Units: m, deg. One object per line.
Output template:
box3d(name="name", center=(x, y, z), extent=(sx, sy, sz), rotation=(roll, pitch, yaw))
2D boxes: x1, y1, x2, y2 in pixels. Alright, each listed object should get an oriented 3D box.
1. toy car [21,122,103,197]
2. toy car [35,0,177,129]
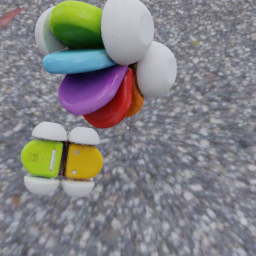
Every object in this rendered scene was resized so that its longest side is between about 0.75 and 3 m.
box3d(name="toy car", center=(-1.076, 0.481, 4.578), extent=(1.257, 0.943, 1.100), rotation=(8, 92, -20))
box3d(name="toy car", center=(-0.505, -0.992, 5.008), extent=(2.176, 2.486, 1.864), rotation=(9, 72, 32))
